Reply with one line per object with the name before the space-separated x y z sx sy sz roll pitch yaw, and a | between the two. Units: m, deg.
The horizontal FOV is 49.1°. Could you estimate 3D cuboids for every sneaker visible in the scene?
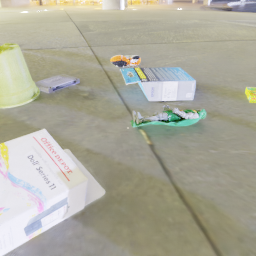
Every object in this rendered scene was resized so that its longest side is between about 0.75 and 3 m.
sneaker | -0.216 -3.538 14.726 1.674 0.634 0.770 -6 20 -27

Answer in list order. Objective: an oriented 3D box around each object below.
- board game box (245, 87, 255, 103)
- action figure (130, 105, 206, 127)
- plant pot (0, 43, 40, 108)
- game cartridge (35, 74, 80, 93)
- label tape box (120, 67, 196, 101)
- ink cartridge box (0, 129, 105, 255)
board game box | 4.834 -1.260 10.637 0.536 0.251 1.056 6 28 10
action figure | 1.297 -0.349 8.347 2.253 0.616 1.331 -4 11 -15
plant pot | -4.426 -1.995 10.161 2.036 1.872 2.036 -2 32 1
game cartridge | -3.023 -1.889 11.823 1.095 0.324 1.690 16 32 36
label tape box | 1.061 -1.727 10.862 2.563 0.847 1.837 -4 28 -8
ink cartridge box | -1.887 1.036 5.127 2.831 0.953 1.658 -23 51 -37
